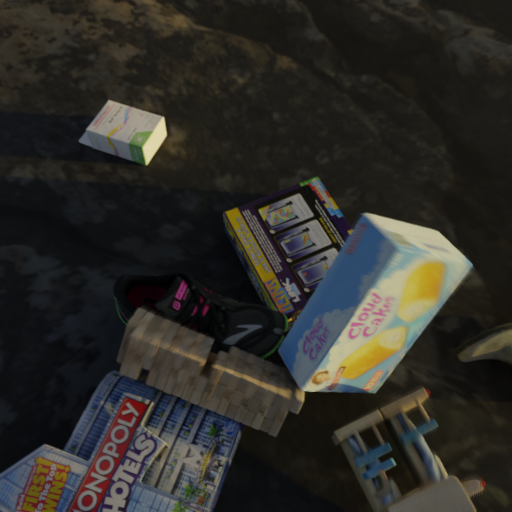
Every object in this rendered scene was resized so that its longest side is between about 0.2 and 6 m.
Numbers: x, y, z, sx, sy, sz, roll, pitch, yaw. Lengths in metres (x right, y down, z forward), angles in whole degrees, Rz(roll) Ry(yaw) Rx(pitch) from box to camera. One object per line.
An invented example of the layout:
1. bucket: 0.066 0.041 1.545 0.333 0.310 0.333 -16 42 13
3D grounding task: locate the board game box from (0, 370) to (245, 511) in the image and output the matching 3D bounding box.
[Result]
1. board game box: -1.991 3.039 7.657 2.914 0.899 2.916 17 60 9

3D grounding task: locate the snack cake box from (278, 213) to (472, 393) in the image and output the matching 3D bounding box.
1. snack cake box: 1.580 0.754 7.807 1.458 2.535 0.852 9 33 -33

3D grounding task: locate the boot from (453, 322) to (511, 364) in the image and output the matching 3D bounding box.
1. boot: 4.245 1.693 8.667 2.032 0.688 1.327 -13 65 -6

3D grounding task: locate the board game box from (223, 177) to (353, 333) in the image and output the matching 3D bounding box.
1. board game box: 0.755 -0.065 9.731 1.923 0.659 2.326 -22 61 -11

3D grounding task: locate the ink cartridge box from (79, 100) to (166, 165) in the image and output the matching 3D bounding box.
1. ink cartridge box: -2.752 -2.542 11.323 1.605 0.540 0.940 18 60 11

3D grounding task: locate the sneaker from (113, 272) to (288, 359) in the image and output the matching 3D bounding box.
1. sneaker: -0.960 0.936 8.632 2.903 1.216 1.114 9 64 14

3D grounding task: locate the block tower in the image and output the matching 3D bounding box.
1. block tower: -0.659 1.686 8.056 2.664 0.770 0.720 21 22 0

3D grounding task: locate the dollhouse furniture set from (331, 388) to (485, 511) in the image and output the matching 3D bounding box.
1. dollhouse furniture set: 1.994 2.553 7.092 1.461 2.085 1.469 -25 66 -6
